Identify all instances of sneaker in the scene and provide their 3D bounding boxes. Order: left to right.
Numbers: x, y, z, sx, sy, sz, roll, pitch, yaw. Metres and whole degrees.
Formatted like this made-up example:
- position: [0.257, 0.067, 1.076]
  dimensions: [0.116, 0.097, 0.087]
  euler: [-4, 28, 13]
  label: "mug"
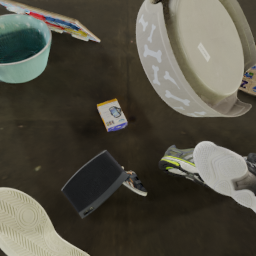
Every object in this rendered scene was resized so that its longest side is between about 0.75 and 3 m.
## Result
- position: [-1.345, 1.648, 3.884]
  dimensions: [1.932, 0.817, 0.724]
  euler: [53, 40, -15]
  label: "sneaker"
- position: [0.111, 1.315, 7.011]
  dimensions: [0.951, 0.373, 0.378]
  euler: [30, 91, 18]
  label: "sneaker"
- position: [1.793, 0.930, 7.136]
  dimensions: [1.912, 0.706, 0.774]
  euler: [19, 57, 10]
  label: "sneaker"
- position: [1.850, 0.713, 4.768]
  dimensions: [1.795, 0.677, 1.021]
  euler: [35, 25, -4]
  label: "sneaker"

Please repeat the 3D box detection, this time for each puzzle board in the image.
- position: [-2.543, -3.465, 9.238]
  dimensions: [2.852, 2.149, 0.248]
  euler: [21, 96, 12]
  label: "puzzle board"

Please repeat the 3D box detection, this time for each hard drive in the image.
- position: [-0.847, 1.329, 6.873]
  dimensions: [1.522, 0.322, 1.027]
  euler: [-42, 66, -5]
  label: "hard drive"

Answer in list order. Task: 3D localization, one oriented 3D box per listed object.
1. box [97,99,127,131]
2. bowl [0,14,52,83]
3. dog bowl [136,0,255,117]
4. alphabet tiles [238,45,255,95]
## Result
- position: [-0.447, -0.341, 8.196]
  dimensions: [0.613, 0.214, 1.030]
  euler: [-19, 62, -11]
  label: "box"
- position: [-3.517, -2.337, 8.767]
  dimensions: [2.401, 1.256, 2.401]
  euler: [2, 56, -2]
  label: "bowl"
- position: [1.108, -1.251, 4.326]
  dimensions: [2.379, 0.698, 2.379]
  euler: [11, 72, -37]
  label: "dog bowl"
- position: [4.269, -1.930, 9.250]
  dimensions: [2.577, 0.097, 2.154]
  euler: [25, 62, 15]
  label: "alphabet tiles"
